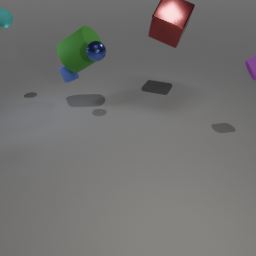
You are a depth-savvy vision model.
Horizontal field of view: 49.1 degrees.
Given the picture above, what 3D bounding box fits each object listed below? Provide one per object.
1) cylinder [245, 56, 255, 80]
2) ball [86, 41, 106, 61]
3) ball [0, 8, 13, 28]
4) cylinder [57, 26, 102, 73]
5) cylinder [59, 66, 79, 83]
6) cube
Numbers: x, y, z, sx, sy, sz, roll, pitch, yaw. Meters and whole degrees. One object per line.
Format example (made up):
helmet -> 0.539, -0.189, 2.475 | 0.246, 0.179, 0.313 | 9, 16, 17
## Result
cylinder -> 4.121, -1.936, 8.686 | 0.700, 0.700, 0.700 | -24, 24, 18
ball -> -1.121, -2.706, 9.860 | 0.700, 0.700, 0.700 | 0, 29, 0
ball -> -4.847, -4.262, 10.872 | 0.700, 0.700, 0.700 | 0, 29, 0
cylinder -> -1.906, -3.176, 11.389 | 1.400, 1.400, 1.400 | -24, 20, 26
cylinder -> -2.646, -2.484, 12.601 | 0.700, 0.700, 0.700 | -19, 19, 7
cube -> 1.854, -4.647, 12.171 | 1.400, 1.400, 1.400 | 25, 73, 4
